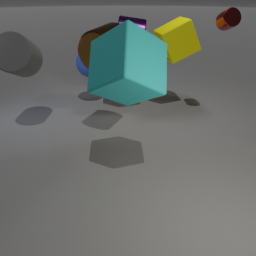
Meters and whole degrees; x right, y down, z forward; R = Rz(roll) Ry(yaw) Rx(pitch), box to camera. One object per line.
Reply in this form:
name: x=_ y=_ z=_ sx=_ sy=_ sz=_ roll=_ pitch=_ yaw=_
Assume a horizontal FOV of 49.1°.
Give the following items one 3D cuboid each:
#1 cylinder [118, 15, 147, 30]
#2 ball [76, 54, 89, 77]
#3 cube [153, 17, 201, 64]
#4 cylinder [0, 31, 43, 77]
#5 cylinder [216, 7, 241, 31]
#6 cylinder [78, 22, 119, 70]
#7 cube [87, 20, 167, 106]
cylinder: x=0.159 y=-4.966 z=14.449 sx=1.400 sy=1.400 sz=1.400 roll=8 pitch=27 yaw=-2
ball: x=-1.787 y=-3.130 z=13.400 sx=1.400 sy=1.400 sz=1.400 roll=0 pitch=27 yaw=0
cube: x=2.144 y=-3.880 z=12.343 sx=1.400 sy=1.400 sz=1.400 roll=-27 pitch=27 yaw=3
cylinder: x=-3.978 y=-2.618 z=10.157 sx=1.400 sy=1.400 sz=1.400 roll=0 pitch=4 yaw=-1
cylinder: x=3.788 y=-4.106 z=10.585 sx=0.700 sy=0.700 sz=0.700 roll=-3 pitch=8 yaw=-7
cylinder: x=-0.731 y=-2.697 z=9.411 sx=1.400 sy=1.400 sz=1.400 roll=12 pitch=34 yaw=23
cube: x=-0.006 y=-1.502 z=6.928 sx=1.400 sy=1.400 sz=1.400 roll=15 pitch=-18 yaw=-41
